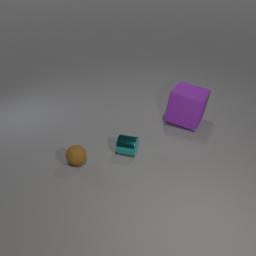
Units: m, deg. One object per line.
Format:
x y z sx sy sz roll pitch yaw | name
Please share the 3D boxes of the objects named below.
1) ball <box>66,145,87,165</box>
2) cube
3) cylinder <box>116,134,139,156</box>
-1.763 0.925 9.548 0.700 0.700 0.700 0 31 0 | ball
2.515 -0.958 11.848 1.400 1.400 1.400 20 34 18 | cube
-0.011 0.619 10.139 0.700 0.700 0.700 9 32 13 | cylinder
